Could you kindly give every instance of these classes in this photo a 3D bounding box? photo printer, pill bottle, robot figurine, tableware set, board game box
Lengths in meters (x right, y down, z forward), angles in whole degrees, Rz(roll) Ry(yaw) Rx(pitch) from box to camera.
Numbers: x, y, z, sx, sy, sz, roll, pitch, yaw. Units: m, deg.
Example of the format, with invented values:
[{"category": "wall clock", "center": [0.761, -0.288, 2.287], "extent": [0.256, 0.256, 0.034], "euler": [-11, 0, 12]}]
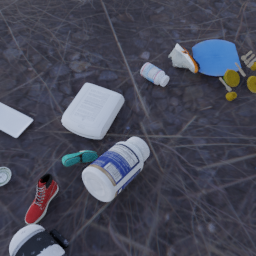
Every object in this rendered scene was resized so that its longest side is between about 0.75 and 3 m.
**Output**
[{"category": "photo printer", "center": [-1.482, -0.658, 11.673], "extent": [1.947, 0.813, 2.340], "euler": [20, 58, 12]}, {"category": "pill bottle", "center": [1.257, -2.455, 13.005], "extent": [1.276, 0.694, 0.694], "euler": [37, 63, 22]}, {"category": "robot figurine", "center": [-2.628, 3.834, 8.340], "extent": [1.987, 1.493, 1.240], "euler": [37, 94, 22]}, {"category": "tableware set", "center": [5.299, -2.215, 12.810], "extent": [2.615, 0.401, 1.761], "euler": [-40, 95, -21]}, {"category": "pill bottle", "center": [-0.321, 1.325, 9.838], "extent": [1.349, 1.349, 2.431], "euler": [33, 47, 21]}, {"category": "board game box", "center": [4.256, -3.300, 13.732], "extent": [2.098, 0.517, 2.655], "euler": [-2, 53, 7]}]

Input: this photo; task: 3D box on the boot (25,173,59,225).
[{"category": "boot", "center": [-2.998, 2.350, 9.375], "extent": [0.591, 1.177, 1.631], "euler": [20, 58, 13]}]

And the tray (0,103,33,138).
[{"category": "tray", "center": [-5.070, -0.320, 11.807], "extent": [2.010, 0.223, 1.079], "euler": [25, 58, 17]}]

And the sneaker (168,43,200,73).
[{"category": "sneaker", "center": [2.654, -3.125, 13.395], "extent": [0.771, 0.937, 2.037], "euler": [20, 32, -40]}]

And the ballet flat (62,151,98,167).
[{"category": "ballet flat", "center": [-1.836, 1.072, 10.558], "extent": [1.416, 0.477, 0.498], "euler": [-12, 32, -35]}]

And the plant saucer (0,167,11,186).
[{"category": "plant saucer", "center": [-4.677, 1.825, 10.334], "extent": [0.779, 0.196, 0.779], "euler": [0, 55, 1]}]
